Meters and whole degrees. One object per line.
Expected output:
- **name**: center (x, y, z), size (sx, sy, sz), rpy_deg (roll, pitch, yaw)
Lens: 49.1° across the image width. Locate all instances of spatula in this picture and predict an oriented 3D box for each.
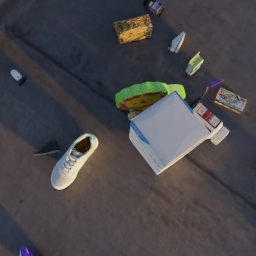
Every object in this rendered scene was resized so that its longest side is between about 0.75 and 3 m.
- **spatula**: center (2.941, -1.333, 11.077), size (1.951, 0.551, 0.200), rpy_deg (-42, 101, 7)

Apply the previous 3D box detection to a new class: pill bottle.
- **pill bottle**: center (3.023, -0.147, 10.700), size (1.536, 0.877, 0.877), rpy_deg (44, 81, 8)
- **pill bottle**: center (1.096, -5.214, 11.989), size (0.872, 0.488, 0.488), rpy_deg (36, 80, 7)

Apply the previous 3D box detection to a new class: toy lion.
- **toy lion**: center (0.837, -1.093, 10.087), size (2.571, 2.465, 0.883), rpy_deg (-11, 78, -3)

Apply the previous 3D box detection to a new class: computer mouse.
- **computer mouse**: center (-4.537, -2.110, 11.479), size (0.799, 0.175, 0.438), rpy_deg (43, 82, 8)

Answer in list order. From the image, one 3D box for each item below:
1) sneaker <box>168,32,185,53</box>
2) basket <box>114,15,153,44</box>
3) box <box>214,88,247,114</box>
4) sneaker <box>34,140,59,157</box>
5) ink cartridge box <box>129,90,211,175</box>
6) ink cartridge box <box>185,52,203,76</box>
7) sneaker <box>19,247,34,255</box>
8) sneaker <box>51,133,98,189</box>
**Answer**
- **sneaker**: center (2.063, -3.639, 11.727), size (0.405, 0.384, 1.006), rpy_deg (26, 77, 15)
- **basket**: center (0.180, -4.283, 11.507), size (1.449, 1.034, 1.079), rpy_deg (-14, 79, -3)
- **box**: center (4.113, -1.092, 11.248), size (1.143, 0.198, 0.629), rpy_deg (26, 79, 5)
- **sneaker**: center (-3.166, 0.800, 10.798), size (0.951, 0.356, 0.505), rpy_deg (-11, 73, -12)
- **ink cartridge box**: center (1.289, 0.280, 9.760), size (1.821, 2.518, 1.854), rpy_deg (-35, 80, -9)
- **ink cartridge box**: center (2.658, -2.530, 11.117), size (0.548, 1.056, 0.313), rpy_deg (-42, 81, -8)
- **sneaker**: center (-3.075, 4.820, 9.823), size (0.869, 0.607, 1.746), rpy_deg (-32, 83, -13)
- **sneaker**: center (-2.060, 1.169, 10.368), size (0.927, 0.979, 2.424), rpy_deg (34, 81, 5)
